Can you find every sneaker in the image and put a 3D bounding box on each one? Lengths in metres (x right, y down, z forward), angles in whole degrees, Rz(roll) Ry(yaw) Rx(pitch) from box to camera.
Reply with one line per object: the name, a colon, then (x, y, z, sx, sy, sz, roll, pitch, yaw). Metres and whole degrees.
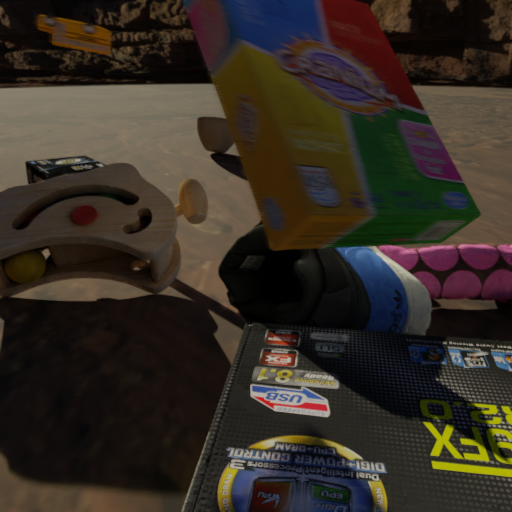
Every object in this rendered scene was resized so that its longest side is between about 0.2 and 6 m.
sneaker: (0.361, -0.039, 6.860, 1.921, 1.326, 3.454, 17, 17, -30)

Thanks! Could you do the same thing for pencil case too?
pencil case: (2.452, 0.230, 7.444, 2.049, 0.930, 0.960, 1, -17, -1)

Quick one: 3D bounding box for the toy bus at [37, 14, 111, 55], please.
toy bus: (-2.994, -3.667, 9.248, 1.138, 0.446, 0.371, 5, 26, -17)

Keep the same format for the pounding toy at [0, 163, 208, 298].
pounding toy: (-2.083, -0.047, 8.177, 3.256, 1.868, 1.862, -16, 53, -15)

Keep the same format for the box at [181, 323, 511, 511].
box: (1.375, 1.545, 4.063, 3.422, 0.758, 2.742, 3, 21, 8)

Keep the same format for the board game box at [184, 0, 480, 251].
board game box: (0.733, -1.511, 5.681, 2.281, 0.601, 2.981, -3, 63, -35)

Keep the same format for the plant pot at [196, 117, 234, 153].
plant pot: (-1.204, -3.684, 17.279, 1.370, 0.920, 1.370, 7, 2, 0)

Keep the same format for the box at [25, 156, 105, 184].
box: (-4.204, -1.704, 12.562, 1.414, 0.744, 1.727, -13, 25, -32)
